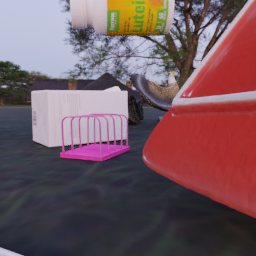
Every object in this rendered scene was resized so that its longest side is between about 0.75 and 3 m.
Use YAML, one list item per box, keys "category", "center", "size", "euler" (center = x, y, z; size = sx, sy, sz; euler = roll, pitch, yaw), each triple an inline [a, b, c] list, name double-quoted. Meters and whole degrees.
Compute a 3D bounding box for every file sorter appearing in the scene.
- category: "file sorter"
  center: [-0.484, 0.095, 4.415]
  size: [0.704, 0.635, 1.013]
  euler: [2, 6, 23]

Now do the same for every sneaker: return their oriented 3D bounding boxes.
- category: "sneaker"
  center: [-0.170, -0.585, 10.793]
  size: [1.307, 1.093, 2.879]
  euler: [-9, -3, 10]

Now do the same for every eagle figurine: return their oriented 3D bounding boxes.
- category: "eagle figurine"
  center: [1.288, -1.169, 9.721]
  size: [2.367, 1.796, 1.786]
  euler: [1, 43, 9]

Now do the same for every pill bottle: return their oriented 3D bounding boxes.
- category: "pill bottle"
  center: [-0.179, -2.881, 6.711]
  size: [2.336, 1.297, 1.297]
  euler: [-3, 6, -8]

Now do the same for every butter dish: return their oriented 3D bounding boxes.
- category: "butter dish"
  center: [1.681, -0.174, 1.827]
  size: [1.834, 2.475, 2.482]
  euler: [41, -11, -16]

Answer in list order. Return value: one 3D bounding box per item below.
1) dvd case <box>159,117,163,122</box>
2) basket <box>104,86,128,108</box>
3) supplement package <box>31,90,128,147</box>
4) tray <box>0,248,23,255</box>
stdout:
- category: "dvd case"
  center: [2.418, -0.380, 12.001]
  size: [2.163, 0.173, 1.609]
  euler: [1, 5, 4]
- category: "basket"
  center: [-0.636, -0.519, 7.894]
  size: [1.174, 0.796, 0.724]
  euler: [-23, -20, -2]
- category: "supplement package"
  center: [-0.982, -0.249, 5.817]
  size: [1.732, 1.050, 1.037]
  euler: [-4, 6, -34]
- category: "tray"
  center: [-0.685, 0.662, 1.286]
  size: [0.821, 0.091, 0.441]
  euler: [3, 7, 28]
